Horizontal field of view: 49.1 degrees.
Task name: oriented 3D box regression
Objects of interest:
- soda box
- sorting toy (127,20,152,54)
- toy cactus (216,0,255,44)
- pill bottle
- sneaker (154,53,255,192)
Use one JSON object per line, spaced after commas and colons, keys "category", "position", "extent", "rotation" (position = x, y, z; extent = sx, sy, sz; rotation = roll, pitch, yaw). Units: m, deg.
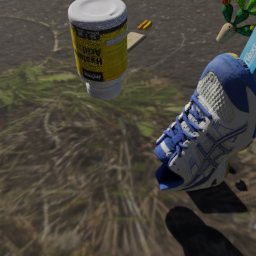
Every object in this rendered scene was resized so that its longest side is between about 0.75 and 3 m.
{"category": "soda box", "position": [3.183, -1.647, 6.669], "extent": [0.714, 2.105, 0.675], "rotation": [-2, 48, -16]}
{"category": "sorting toy", "position": [0.087, -2.324, 7.618], "extent": [1.604, 0.215, 1.195], "rotation": [-41, 28, -1]}
{"category": "toy cactus", "position": [3.093, -3.062, 7.872], "extent": [1.851, 1.527, 0.946], "rotation": [46, 49, 8]}
{"category": "pill bottle", "position": [-0.580, -1.644, 6.122], "extent": [1.156, 2.077, 1.156], "rotation": [0, 50, 1]}
{"category": "sneaker", "position": [1.126, 0.212, 4.614], "extent": [1.290, 2.926, 1.101], "rotation": [-13, 45, -13]}
